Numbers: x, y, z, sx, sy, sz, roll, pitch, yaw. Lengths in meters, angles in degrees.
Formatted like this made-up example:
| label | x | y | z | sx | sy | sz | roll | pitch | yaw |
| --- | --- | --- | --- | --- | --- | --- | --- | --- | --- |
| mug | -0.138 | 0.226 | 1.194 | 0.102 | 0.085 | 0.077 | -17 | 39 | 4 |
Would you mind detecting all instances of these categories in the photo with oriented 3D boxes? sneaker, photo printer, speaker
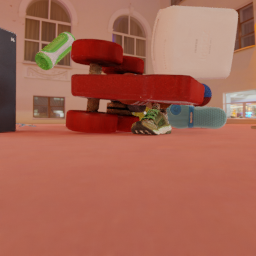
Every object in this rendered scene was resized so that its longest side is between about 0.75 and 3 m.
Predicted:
| label | x | y | z | sx | sy | sz | roll | pitch | yaw |
| --- | --- | --- | --- | --- | --- | --- | --- | --- | --- |
| sneaker | 2.191 | -0.412 | 10.021 | 2.333 | 0.928 | 1.523 | 10 | 4 | 7 |
| photo printer | 2.248 | -2.925 | 9.814 | 2.966 | 2.467 | 1.030 | -4 | 20 | -17 |
| sneaker | 0.410 | -0.164 | 4.936 | 0.485 | 0.559 | 1.262 | 0 | 1 | 25 |
| speaker | -3.300 | -3.572 | 12.908 | 0.953 | 0.953 | 2.155 | 1 | 43 | 35 |

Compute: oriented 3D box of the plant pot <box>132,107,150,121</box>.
| label | x | y | z | sx | sy | sz | roll | pitch | yaw |
| --- | --- | --- | --- | --- | --- | --- | --- | --- | --- |
| plant pot | 0.875 | -0.801 | 12.756 | 1.925 | 1.925 | 1.769 | 0 | 13 | 11 |

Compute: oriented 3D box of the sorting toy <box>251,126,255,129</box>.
| label | x | y | z | sx | sy | sz | roll | pitch | yaw |
| --- | --- | --- | --- | --- | --- | --- | --- | --- | --- |
| sorting toy | 4.722 | -0.044 | 8.803 | 0.994 | 0.179 | 1.335 | 0 | 1 | -23 |

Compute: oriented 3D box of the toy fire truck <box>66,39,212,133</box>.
| label | x | y | z | sx | sy | sz | roll | pitch | yaw |
| --- | --- | --- | --- | --- | --- | --- | --- | --- | --- |
| toy fire truck | 0.316 | -0.691 | 5.670 | 2.518 | 1.681 | 2.999 | 7 | 4 | 23 |

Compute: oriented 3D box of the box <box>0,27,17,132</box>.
| label | x | y | z | sx | sy | sz | roll | pitch | yaw |
| --- | --- | --- | --- | --- | --- | --- | --- | --- | --- |
| box | -3.539 | -1.004 | 5.975 | 1.993 | 2.189 | 1.139 | 0 | 1 | 22 |

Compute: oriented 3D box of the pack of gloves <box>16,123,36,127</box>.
| label | x | y | z | sx | sy | sz | roll | pitch | yaw |
| --- | --- | --- | --- | --- | --- | --- | --- | --- | --- |
| pack of gloves | -5.172 | -0.096 | 14.238 | 0.911 | 0.180 | 0.765 | 5 | -7 | 6 |
